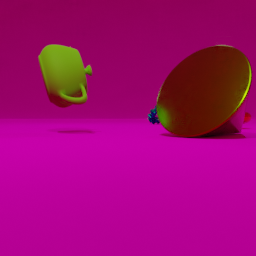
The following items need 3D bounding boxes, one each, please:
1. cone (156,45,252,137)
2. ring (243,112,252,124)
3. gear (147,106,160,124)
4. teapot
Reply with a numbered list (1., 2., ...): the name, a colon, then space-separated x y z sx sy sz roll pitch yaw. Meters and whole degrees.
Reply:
1. cone: 1.575 -0.256 4.715 1.574 1.574 1.580 2 -24 47
2. ring: 2.695 -0.224 7.837 1.405 0.281 1.405 -4 -6 0
3. gear: 1.382 -0.617 12.021 1.129 0.209 1.129 -21 -34 -15
4. teapot: -1.161 -1.044 5.341 0.920 1.169 1.879 -15 47 -14
